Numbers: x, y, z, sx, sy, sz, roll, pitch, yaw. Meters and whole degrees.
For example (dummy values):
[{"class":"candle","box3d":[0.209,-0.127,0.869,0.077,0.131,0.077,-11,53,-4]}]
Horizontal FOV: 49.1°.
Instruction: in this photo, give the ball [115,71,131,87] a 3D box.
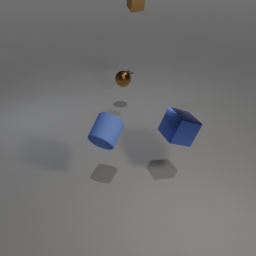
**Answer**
[{"class":"ball","box3d":[-0.214,-2.133,12.132,0.700,0.700,0.700,0,29,0]}]

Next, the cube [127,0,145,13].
[{"class":"cube","box3d":[0.381,-6.219,13.793,0.700,0.700,0.700,-14,53,-14]}]

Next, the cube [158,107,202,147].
[{"class":"cube","box3d":[1.313,-0.027,7.164,0.700,0.700,0.700,11,25,-29]}]

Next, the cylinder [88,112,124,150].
[{"class":"cylinder","box3d":[-0.547,0.080,6.965,0.700,0.700,0.700,13,65,22]}]
